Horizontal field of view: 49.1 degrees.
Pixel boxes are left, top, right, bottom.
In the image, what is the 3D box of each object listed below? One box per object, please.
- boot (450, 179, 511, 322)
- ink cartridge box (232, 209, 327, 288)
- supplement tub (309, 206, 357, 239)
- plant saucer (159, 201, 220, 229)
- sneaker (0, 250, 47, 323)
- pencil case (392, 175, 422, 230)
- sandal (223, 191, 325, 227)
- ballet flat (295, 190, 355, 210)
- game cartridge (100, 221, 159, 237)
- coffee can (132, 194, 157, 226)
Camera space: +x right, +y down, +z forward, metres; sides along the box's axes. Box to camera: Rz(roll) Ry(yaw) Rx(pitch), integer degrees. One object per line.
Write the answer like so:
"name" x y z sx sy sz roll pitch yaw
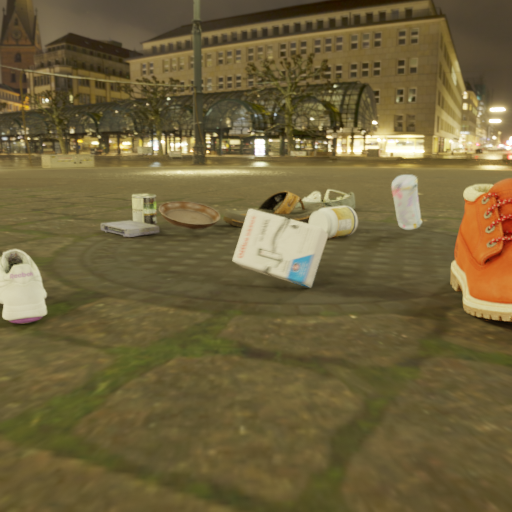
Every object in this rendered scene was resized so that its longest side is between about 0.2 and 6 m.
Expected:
"boot" 3.474 -0.126 7.743 1.254 1.793 3.343 2 13 3
"ink cartridge box" 0.374 -0.128 8.953 1.271 0.928 0.536 16 -5 21
"supplement tub" 1.847 -0.808 13.476 1.030 0.744 0.744 -9 15 -38
"plant saucer" -1.657 -0.991 13.905 1.512 0.243 1.512 8 24 -4
"sneaker" -3.237 0.305 7.724 0.684 0.910 1.827 -8 13 -29
"pencil case" 3.773 -1.328 13.934 0.632 1.393 0.579 17 48 38
"sandal" 0.587 -1.383 15.882 3.237 0.884 1.323 -5 13 -23
"ballet flat" 2.133 -1.763 18.100 2.313 0.737 0.780 -4 13 -19
"game cartridge" -3.186 -0.685 14.161 0.916 0.271 1.413 -5 12 -43
"coffee can" -3.006 -1.203 15.058 0.636 0.869 0.636 0 12 0
